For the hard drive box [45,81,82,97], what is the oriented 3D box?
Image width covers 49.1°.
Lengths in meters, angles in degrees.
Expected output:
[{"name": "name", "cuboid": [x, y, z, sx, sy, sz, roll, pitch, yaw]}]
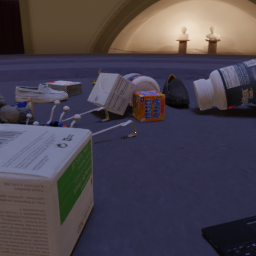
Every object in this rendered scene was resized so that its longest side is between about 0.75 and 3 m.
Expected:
[{"name": "hard drive box", "cuboid": [-3.160, -1.946, 13.780, 1.428, 0.548, 1.113, 10, 20, 28]}]

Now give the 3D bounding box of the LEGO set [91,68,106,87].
[{"name": "LEGO set", "cuboid": [-1.033, -2.101, 12.299, 1.112, 0.855, 0.644, 14, 39, -23]}]

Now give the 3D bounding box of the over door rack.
[{"name": "over door rack", "cuboid": [-1.394, -0.235, 8.066, 2.688, 0.895, 1.986, -10, 21, -27]}]

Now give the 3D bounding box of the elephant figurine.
[{"name": "elephant figurine", "cuboid": [-3.635, -0.201, 7.542, 1.694, 1.545, 2.184, 38, -5, -22]}]

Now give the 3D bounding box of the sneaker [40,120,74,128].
[{"name": "sneaker", "cuboid": [-1.795, 0.075, 7.437, 0.534, 0.556, 1.416, 11, 9, 28]}]

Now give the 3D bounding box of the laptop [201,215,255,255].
[{"name": "laptop", "cuboid": [2.133, 1.268, 3.339, 1.673, 0.975, 1.887, -5, 19, -18]}]

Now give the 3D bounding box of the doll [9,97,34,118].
[{"name": "doll", "cuboid": [-4.419, -0.470, 9.173, 2.532, 0.614, 1.728, -11, 29, -13]}]

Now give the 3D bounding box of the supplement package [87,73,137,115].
[{"name": "supplement package", "cuboid": [-0.611, -1.249, 10.090, 0.847, 1.190, 1.528, 26, -2, -31]}]

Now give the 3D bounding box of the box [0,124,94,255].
[{"name": "box", "cuboid": [-1.446, 0.852, 3.905, 1.622, 1.389, 1.614, 4, 19, 7]}]

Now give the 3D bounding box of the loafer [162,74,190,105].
[{"name": "loafer", "cuboid": [2.016, -1.651, 12.123, 1.024, 1.017, 2.814, -1, 19, -6]}]

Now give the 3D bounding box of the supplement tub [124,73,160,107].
[{"name": "supplement tub", "cuboid": [0.369, -1.477, 11.110, 1.295, 1.295, 1.845, -5, 17, -16]}]

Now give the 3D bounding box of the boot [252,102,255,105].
[{"name": "boot", "cuboid": [5.041, -0.760, 9.789, 2.619, 1.045, 2.881, 14, 29, 41]}]

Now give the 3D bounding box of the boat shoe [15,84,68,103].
[{"name": "boat shoe", "cuboid": [-3.775, -1.562, 12.261, 2.225, 0.762, 0.801, 0, 18, 0]}]

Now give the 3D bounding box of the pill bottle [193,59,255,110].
[{"name": "pill bottle", "cuboid": [3.787, -1.497, 10.262, 2.526, 1.511, 1.511, -15, 16, 12]}]

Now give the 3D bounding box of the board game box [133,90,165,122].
[{"name": "board game box", "cuboid": [0.701, -0.768, 9.665, 0.876, 0.876, 0.876, -5, 19, -15]}]
